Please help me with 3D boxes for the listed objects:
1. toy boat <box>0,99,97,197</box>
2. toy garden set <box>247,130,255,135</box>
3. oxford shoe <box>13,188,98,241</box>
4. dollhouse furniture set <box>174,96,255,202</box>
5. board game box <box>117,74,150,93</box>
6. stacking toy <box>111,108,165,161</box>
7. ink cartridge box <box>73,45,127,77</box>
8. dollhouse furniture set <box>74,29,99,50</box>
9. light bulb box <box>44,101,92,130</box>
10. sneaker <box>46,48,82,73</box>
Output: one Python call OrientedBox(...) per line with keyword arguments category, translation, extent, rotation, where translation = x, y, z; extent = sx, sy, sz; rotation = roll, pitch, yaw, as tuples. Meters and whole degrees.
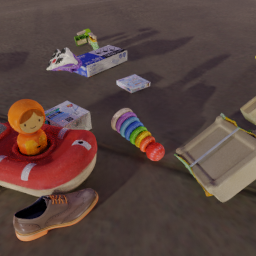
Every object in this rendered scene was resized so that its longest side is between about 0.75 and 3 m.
OrientedBox(category="toy boat", translation=(-1.936, 0.219, 5.729), extent=(2.639, 1.725, 1.722), rotation=(11, 36, 15))
OrientedBox(category="toy garden set", translation=(3.917, 0.452, 5.690), extent=(2.621, 0.523, 2.185), rotation=(-10, 33, 22))
OrientedBox(category="oxford shoe", translation=(-1.241, 1.429, 5.014), extent=(1.565, 0.571, 0.558), rotation=(-23, 41, -29))
OrientedBox(category="dollhouse furniture set", translation=(2.678, 0.494, 5.915), extent=(2.769, 1.390, 1.814), rotation=(-39, 24, 5))
OrientedBox(category="board game box", translation=(0.181, -1.529, 9.590), extent=(0.830, 0.171, 0.828), rotation=(-24, 41, -30))
OrientedBox(category="stacking toy", translation=(0.280, 0.185, 6.686), extent=(0.662, 0.662, 1.550), rotation=(-24, 50, -30))
OrientedBox(category="ink cartridge box", translation=(-1.122, -2.650, 10.917), extent=(1.028, 0.484, 2.188), rotation=(25, 42, 33))
OrientedBox(category="dollhouse furniture set", translation=(-1.813, -3.731, 12.246), extent=(0.684, 0.886, 1.773), rotation=(-24, 38, -10))
OrientedBox(category="light bulb box", translation=(-1.605, -0.171, 7.295), extent=(0.926, 0.578, 0.918), rotation=(25, 42, 31))
OrientedBox(category="sneaker", translation=(-2.128, -2.112, 9.328), extent=(0.809, 0.782, 1.940), rotation=(28, -4, -33))
